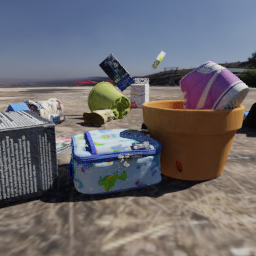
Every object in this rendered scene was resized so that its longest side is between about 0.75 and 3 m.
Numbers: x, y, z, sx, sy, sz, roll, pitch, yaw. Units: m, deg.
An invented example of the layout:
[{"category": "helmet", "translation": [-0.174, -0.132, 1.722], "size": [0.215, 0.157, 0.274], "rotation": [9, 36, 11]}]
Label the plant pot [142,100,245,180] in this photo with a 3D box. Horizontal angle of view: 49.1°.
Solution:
[{"category": "plant pot", "translation": [1.396, 0.207, 6.345], "size": [2.184, 1.529, 2.184], "rotation": [1, 11, 0]}]

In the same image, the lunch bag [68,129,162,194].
[{"category": "lunch bag", "translation": [-0.362, 0.600, 6.013], "size": [1.807, 0.927, 2.248], "rotation": [-6, 11, -10]}]

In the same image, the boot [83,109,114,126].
[{"category": "boot", "translation": [-1.092, -0.493, 12.523], "size": [1.287, 0.602, 1.655], "rotation": [-9, 10, -37]}]

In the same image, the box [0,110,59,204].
[{"category": "box", "translation": [-2.721, 0.487, 5.304], "size": [2.185, 1.357, 2.203], "rotation": [-6, 13, -30]}]

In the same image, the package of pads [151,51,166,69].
[{"category": "package of pads", "translation": [1.629, -3.627, 15.068], "size": [0.302, 0.685, 0.886], "rotation": [34, 51, -1]}]

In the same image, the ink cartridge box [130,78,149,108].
[{"category": "ink cartridge box", "translation": [0.761, -2.317, 18.484], "size": [1.110, 1.906, 0.643], "rotation": [5, 11, 28]}]

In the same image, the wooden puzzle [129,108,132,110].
[{"category": "wooden puzzle", "translation": [-0.757, -1.170, 17.203], "size": [1.916, 0.135, 1.136], "rotation": [-10, 14, -41]}]

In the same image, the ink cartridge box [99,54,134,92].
[{"category": "ink cartridge box", "translation": [-0.614, -2.983, 15.158], "size": [0.968, 1.947, 0.382], "rotation": [-42, -6, 3]}]

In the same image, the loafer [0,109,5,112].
[{"category": "loafer", "translation": [-5.783, -0.560, 12.647], "size": [1.881, 0.655, 0.707], "rotation": [-8, 14, -37]}]

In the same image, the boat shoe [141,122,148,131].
[{"category": "boat shoe", "translation": [1.465, -0.299, 11.093], "size": [2.495, 0.782, 0.913], "rotation": [-11, 17, -38]}]

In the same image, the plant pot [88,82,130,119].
[{"category": "plant pot", "translation": [-0.823, -1.226, 14.013], "size": [1.808, 1.808, 1.663], "rotation": [-9, 26, -38]}]

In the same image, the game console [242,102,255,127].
[{"category": "game console", "translation": [6.008, -0.799, 11.615], "size": [2.475, 2.177, 1.440], "rotation": [0, 55, 3]}]

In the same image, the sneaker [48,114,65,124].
[{"category": "sneaker", "translation": [-3.088, -0.393, 12.226], "size": [0.552, 0.489, 1.306], "rotation": [-4, 11, 3]}]

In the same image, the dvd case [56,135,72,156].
[{"category": "dvd case", "translation": [-2.505, 0.526, 8.117], "size": [1.641, 0.247, 2.248], "rotation": [4, 10, 18]}]

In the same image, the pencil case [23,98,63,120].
[{"category": "pencil case", "translation": [-3.891, -0.832, 12.896], "size": [0.966, 1.110, 2.482], "rotation": [2, 10, 11]}]

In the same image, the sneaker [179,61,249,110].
[{"category": "sneaker", "translation": [1.505, -0.376, 6.239], "size": [0.840, 2.318, 1.322], "rotation": [-12, 50, -43]}]

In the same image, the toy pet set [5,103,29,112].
[{"category": "toy pet set", "translation": [-4.590, -0.367, 10.671], "size": [1.938, 1.029, 1.810], "rotation": [8, 13, 33]}]
